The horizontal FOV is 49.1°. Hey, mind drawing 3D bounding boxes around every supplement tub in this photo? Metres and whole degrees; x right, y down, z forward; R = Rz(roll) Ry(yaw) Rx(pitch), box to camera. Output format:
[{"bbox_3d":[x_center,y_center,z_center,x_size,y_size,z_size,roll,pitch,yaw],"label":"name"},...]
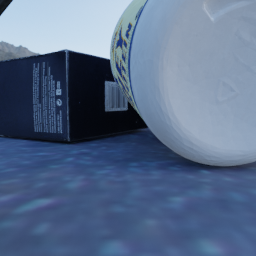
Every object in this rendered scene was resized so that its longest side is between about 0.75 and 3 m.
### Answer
[{"bbox_3d":[0.832,-0.936,3.686,2.032,2.032,2.803,-1,17,-9],"label":"supplement tub"}]

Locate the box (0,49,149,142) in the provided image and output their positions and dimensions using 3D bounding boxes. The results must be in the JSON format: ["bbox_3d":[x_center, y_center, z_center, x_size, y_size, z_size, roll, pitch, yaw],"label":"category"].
[{"bbox_3d":[-1.232,-0.622,5.965,2.514,1.437,2.761,3,6,32],"label":"box"}]

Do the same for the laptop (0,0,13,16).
[{"bbox_3d":[-1.664,0.008,0.761,2.265,1.170,2.007,-5,7,-43],"label":"laptop"}]
